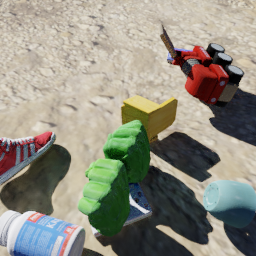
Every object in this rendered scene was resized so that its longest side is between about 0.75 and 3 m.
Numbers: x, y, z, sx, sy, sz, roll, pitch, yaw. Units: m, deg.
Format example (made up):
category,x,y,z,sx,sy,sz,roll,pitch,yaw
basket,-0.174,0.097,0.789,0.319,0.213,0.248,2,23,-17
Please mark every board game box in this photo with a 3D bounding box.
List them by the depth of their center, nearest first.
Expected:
category,x,y,z,sx,sy,sz,roll,pitch,yaw
board game box,-0.266,1.912,6.768,1.457,0.252,0.920,-17,52,-14

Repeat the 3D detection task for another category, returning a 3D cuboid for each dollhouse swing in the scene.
category,x,y,z,sx,sy,sz,roll,pitch,yaw
dollhouse swing,0.621,-0.424,8.112,1.191,1.311,1.152,27,55,25

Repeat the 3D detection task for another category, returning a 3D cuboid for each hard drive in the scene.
category,x,y,z,sx,sy,sz,roll,pitch,yaw
hard drive,2.226,-2.847,11.114,1.291,0.164,0.852,9,49,7

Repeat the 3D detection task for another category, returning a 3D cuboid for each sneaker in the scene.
category,x,y,z,sx,sy,sz,roll,pitch,yaw
sneaker,-2.974,0.432,7.336,0.779,1.230,2.188,-8,28,48

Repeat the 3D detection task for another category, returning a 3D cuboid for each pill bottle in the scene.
category,x,y,z,sx,sy,sz,roll,pitch,yaw
pill bottle,-1.869,2.338,5.901,1.754,0.984,0.984,13,49,11

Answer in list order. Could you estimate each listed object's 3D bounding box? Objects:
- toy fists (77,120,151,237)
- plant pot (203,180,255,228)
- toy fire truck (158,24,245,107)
category,x,y,z,sx,sy,sz,roll,pitch,yaw
toy fists,-0.228,0.967,6.449,0.965,1.431,2.807,13,46,20
plant pot,2.203,1.638,6.298,0.819,1.021,1.021,18,47,-13
toy fire truck,2.033,-2.019,8.800,2.581,1.660,2.272,5,41,-15
